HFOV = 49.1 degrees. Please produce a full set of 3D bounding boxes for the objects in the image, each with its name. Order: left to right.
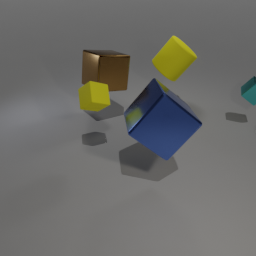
[{"bbox_3d":[-1.073,-0.983,8.856,0.700,0.700,0.700,5,-19,-42],"label":"cube"},{"bbox_3d":[-0.912,-2.310,11.201,1.400,1.400,1.400,-9,26,-34],"label":"cube"},{"bbox_3d":[0.890,-0.260,7.699,1.400,1.400,1.400,35,18,-20],"label":"cube"},{"bbox_3d":[2.000,-2.990,12.134,1.400,1.400,1.400,33,28,-20],"label":"cylinder"},{"bbox_3d":[4.961,-1.459,11.017,0.700,0.700,0.700,35,41,-9],"label":"cube"}]
